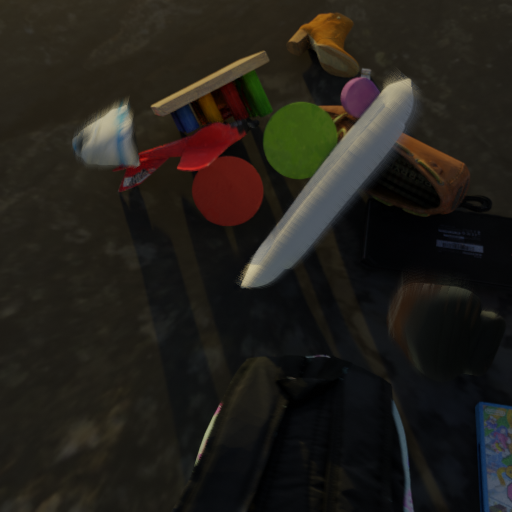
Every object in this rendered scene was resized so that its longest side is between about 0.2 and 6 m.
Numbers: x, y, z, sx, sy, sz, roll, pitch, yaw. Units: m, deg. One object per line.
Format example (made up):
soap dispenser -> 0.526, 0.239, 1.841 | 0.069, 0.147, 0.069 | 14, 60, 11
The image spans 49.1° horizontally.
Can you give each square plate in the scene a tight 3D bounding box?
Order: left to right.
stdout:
square plate -> 0.904, -0.884, 6.764 | 0.381, 2.654, 2.679 | 37, 16, -2

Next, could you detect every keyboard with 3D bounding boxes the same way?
keyboard -> 2.942, -0.290, 8.205 | 2.720, 0.349, 1.633 | 9, 61, 5

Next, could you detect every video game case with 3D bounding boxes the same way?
video game case -> 3.185, 2.639, 6.247 | 1.332, 0.166, 1.861 | 8, 56, 5

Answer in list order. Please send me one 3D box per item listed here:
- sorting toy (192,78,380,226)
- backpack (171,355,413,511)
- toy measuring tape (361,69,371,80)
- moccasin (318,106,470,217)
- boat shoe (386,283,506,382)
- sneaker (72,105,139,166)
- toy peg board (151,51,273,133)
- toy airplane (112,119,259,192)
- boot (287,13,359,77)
sorting toy -> 0.400, -1.650, 8.394 | 3.087, 1.070, 1.063 | -34, 19, 4
backpack -> 0.295, 2.500, 5.246 | 2.570, 1.949, 3.080 | 12, 58, 3
toy measuring tape -> 1.921, -2.964, 9.923 | 0.587, 0.587, 1.595 | 9, 56, 7
moccasin -> 1.570, -1.405, 8.341 | 3.038, 1.111, 1.173 | 37, 39, 26
boat shoe -> 2.004, 0.817, 6.366 | 0.965, 2.614, 0.989 | 25, 90, 38
sneaker -> -2.292, -1.791, 8.445 | 0.904, 0.782, 2.086 | -11, 20, -10
toy peg board -> -0.658, -2.435, 9.076 | 1.789, 0.879, 1.797 | -29, 19, -5
toy airplane -> -1.108, -1.613, 8.548 | 2.510, 0.462, 2.510 | -21, 18, 7
boot -> 1.538, -4.106, 10.664 | 1.685, 0.593, 1.206 | 33, 66, 27
